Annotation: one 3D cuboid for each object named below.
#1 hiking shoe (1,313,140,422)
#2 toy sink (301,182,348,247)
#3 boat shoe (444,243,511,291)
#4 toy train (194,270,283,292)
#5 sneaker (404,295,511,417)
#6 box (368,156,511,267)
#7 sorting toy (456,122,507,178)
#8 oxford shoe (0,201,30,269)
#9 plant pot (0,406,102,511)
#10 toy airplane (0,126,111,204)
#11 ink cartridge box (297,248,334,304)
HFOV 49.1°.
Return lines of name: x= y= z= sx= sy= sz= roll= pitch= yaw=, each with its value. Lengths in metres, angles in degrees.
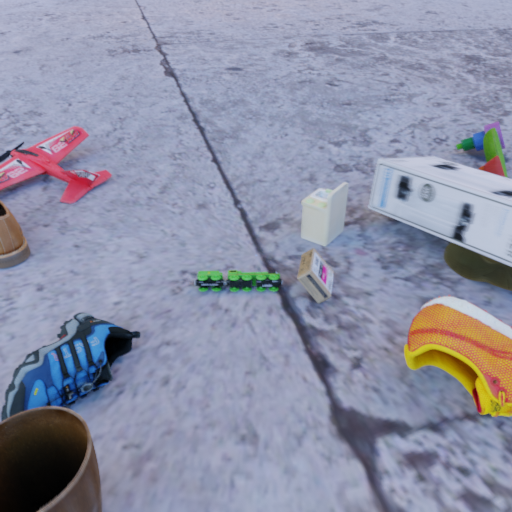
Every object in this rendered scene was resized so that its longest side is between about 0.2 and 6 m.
hiking shoe: x=-2.494 y=1.577 z=7.588 sx=0.990 sy=0.849 sz=2.283 roll=8 pitch=35 yaw=13
toy sink: x=1.313 y=-0.896 z=10.955 sx=0.632 sy=1.128 sz=0.735 roll=22 pitch=40 yaw=28
boat shoe: x=4.120 y=0.194 z=9.913 sx=0.540 sy=0.587 sz=1.643 roll=0 pitch=18 yaw=-37
toy train: x=-0.305 y=0.422 z=9.786 sx=1.532 sy=0.320 sz=0.432 roll=0 pitch=24 yaw=-1
sneaker: x=3.628 y=1.736 z=7.389 sx=3.410 sy=1.245 sz=1.315 roll=20 pitch=64 yaw=28
box: x=4.082 y=-0.925 z=10.449 sx=2.015 sy=1.039 sz=3.454 roll=-11 pitch=28 yaw=-39
sorting toy: x=5.030 y=-2.032 z=12.952 sx=1.331 sy=1.340 sz=3.864 roll=-13 pitch=26 yaw=29
oxford shoe: x=-5.481 y=-0.952 z=11.067 sx=3.231 sy=1.151 sz=1.152 roll=28 pitch=44 yaw=37
plant pot: x=-2.100 y=2.503 z=5.678 sx=1.310 sy=1.402 sz=1.310 roll=-8 pitch=34 yaw=5
toy airplane: x=-4.750 y=-2.063 z=13.130 sx=3.193 sy=0.587 sz=3.193 roll=-2 pitch=39 yaw=2
ink cartridge box: x=1.026 y=0.332 z=9.586 sx=0.287 sy=0.630 sz=0.764 roll=-31 pitch=23 yaw=28
